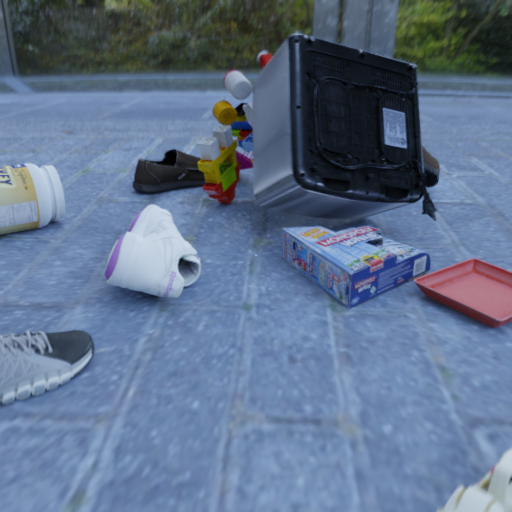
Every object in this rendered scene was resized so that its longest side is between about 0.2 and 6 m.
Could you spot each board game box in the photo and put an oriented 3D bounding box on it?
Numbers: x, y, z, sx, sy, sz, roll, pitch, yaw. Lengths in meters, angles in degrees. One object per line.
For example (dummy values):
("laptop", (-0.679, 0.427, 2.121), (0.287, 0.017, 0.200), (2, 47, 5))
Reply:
("board game box", (1.654, -0.054, 10.386), (2.250, 0.694, 2.248), (-19, 30, -36))

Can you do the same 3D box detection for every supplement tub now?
("supplement tub", (-5.352, -1.232, 12.209), (2.004, 1.447, 1.447), (-15, 27, -31))

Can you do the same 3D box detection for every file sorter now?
("file sorter", (-0.520, -3.180, 16.041), (1.119, 1.010, 1.610), (28, -7, -23))

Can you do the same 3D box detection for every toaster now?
("toaster", (1.788, -2.413, 11.886), (3.260, 3.605, 2.139), (3, -11, -25))

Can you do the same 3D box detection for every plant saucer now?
("plant saucer", (3.802, 0.623, 9.328), (1.693, 0.311, 1.690), (-16, 28, -31))

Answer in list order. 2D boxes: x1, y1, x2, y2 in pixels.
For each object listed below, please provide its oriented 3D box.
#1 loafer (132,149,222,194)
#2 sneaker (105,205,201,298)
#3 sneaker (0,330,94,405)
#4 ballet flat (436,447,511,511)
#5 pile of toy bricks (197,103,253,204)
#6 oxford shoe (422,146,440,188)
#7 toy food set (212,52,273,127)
("loafer", (-2.060, -2.447, 15.518), (2.875, 1.026, 1.049), (-19, 30, -38))
("sneaker", (-1.746, 0.001, 10.220), (1.515, 1.139, 3.041), (21, 20, -8))
("sneaker", (-3.063, 1.110, 6.934), (0.844, 1.299, 2.250), (20, 31, 39))
("ballet flat", (2.076, 2.256, 4.954), (2.384, 0.762, 0.902), (-20, 21, -38))
("pile of toy bricks", (0.635, -2.740, 14.723), (2.631, 2.342, 4.743), (10, 39, 25))
("oxford shoe", (3.984, -2.739, 15.049), (2.185, 0.794, 0.922), (33, 54, -11))
("toy food set", (0.199, -3.961, 13.245), (2.812, 1.342, 1.265), (-15, 42, -15))
